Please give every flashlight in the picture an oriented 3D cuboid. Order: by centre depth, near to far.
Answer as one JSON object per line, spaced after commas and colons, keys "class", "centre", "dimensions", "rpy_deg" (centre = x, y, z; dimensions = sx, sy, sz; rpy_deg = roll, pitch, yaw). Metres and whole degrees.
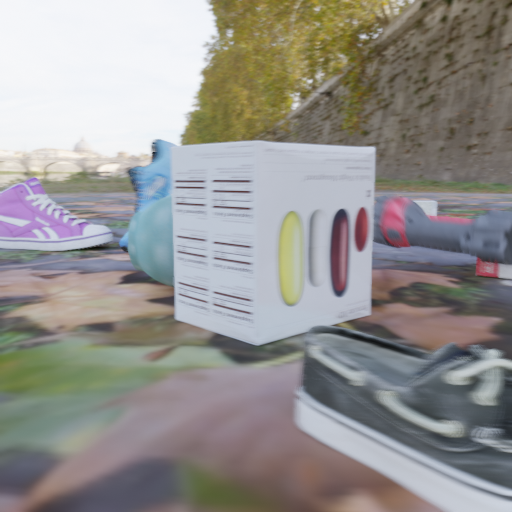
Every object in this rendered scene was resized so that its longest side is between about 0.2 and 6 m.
{"class": "flashlight", "centre": [2.691, -0.410, 8.009], "dimensions": [0.845, 0.842, 2.487], "rpy_deg": [16, -2, -34]}

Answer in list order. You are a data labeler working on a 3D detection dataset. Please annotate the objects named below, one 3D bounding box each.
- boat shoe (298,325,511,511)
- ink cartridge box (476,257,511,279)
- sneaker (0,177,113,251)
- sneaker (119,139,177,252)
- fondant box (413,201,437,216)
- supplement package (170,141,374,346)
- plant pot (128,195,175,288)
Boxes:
{"class": "boat shoe", "centre": [0.948, 0.758, 2.671], "dimensions": [0.690, 0.621, 1.951], "rpy_deg": [-8, 11, -44]}
{"class": "ink cartridge box", "centre": [3.970, 0.026, 7.920], "dimensions": [1.379, 0.575, 1.001], "rpy_deg": [7, 10, 39]}
{"class": "sneaker", "centre": [-4.058, -0.828, 11.029], "dimensions": [2.485, 1.417, 0.901], "rpy_deg": [2, 7, 7]}
{"class": "sneaker", "centre": [-2.061, -1.160, 10.572], "dimensions": [1.079, 2.398, 0.940], "rpy_deg": [32, -25, -26]}
{"class": "fondant box", "centre": [4.349, -1.115, 15.261], "dimensions": [1.045, 0.754, 0.304], "rpy_deg": [0, 10, 2]}
{"class": "supplement package", "centre": [0.187, -0.216, 5.575], "dimensions": [1.654, 1.730, 1.272], "rpy_deg": [-8, 12, -42]}
{"class": "plant pot", "centre": [-1.084, -0.181, 6.984], "dimensions": [0.839, 1.252, 1.252], "rpy_deg": [0, 8, 9]}
